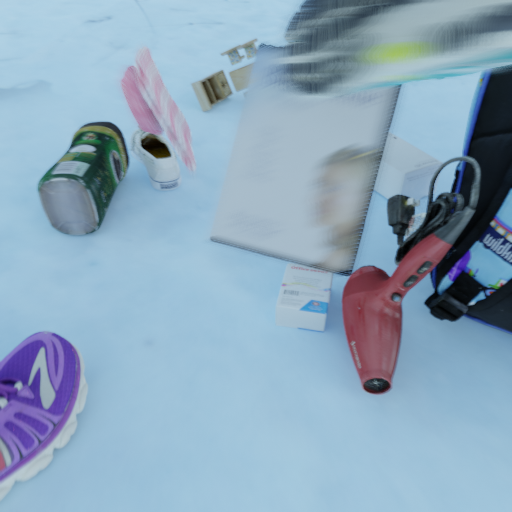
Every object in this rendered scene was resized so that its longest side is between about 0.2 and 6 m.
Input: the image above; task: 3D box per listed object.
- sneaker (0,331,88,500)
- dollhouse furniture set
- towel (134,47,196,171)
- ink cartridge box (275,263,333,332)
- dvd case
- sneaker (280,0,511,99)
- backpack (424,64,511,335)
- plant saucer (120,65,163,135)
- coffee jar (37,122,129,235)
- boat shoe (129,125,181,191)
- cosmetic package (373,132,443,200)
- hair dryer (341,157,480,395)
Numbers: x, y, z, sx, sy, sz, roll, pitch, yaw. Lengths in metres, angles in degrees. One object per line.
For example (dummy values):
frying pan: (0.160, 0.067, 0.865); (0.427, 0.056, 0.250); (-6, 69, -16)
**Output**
sneaker: (-2.687, 1.695, 5.226); (1.180, 1.221, 2.927); (14, 39, 17)
dollhouse furniture set: (-0.504, -3.824, 12.349); (1.501, 1.315, 0.997); (-7, 27, 37)
towel: (-1.257, -2.088, 7.997); (0.238, 1.592, 1.165); (-24, 37, 8)
ink cartridge box: (0.649, 0.533, 7.406); (0.650, 0.380, 0.899); (8, 40, 10)
dvd case: (0.440, -0.890, 5.113); (1.356, 1.901, 0.167); (15, 1, 14)
sneaker: (1.032, -1.484, 3.992); (0.856, 0.833, 2.150); (4, 6, -44)
backpack: (4.286, -0.941, 5.935); (4.104, 4.496, 3.024); (25, 44, 30)
plant saucer: (-1.660, -2.195, 8.030); (0.258, 1.018, 1.018); (-22, 39, 2)
coffee jar: (-2.771, -1.359, 9.263); (0.909, 1.111, 2.130); (-1, 37, 6)
boat shoe: (-1.928, -2.094, 10.364); (0.790, 0.911, 2.137); (-12, 39, -15)
cosmetic package: (2.355, -1.625, 9.956); (0.932, 0.670, 1.651); (-20, 41, -26)
hair dryer: (1.582, 0.251, 6.511); (0.736, 2.062, 2.708); (16, 82, -4)
